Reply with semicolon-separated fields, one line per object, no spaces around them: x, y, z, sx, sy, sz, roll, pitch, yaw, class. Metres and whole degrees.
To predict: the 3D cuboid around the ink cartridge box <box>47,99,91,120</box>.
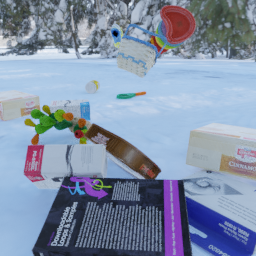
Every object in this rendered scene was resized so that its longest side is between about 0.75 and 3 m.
-2.706;-0.763;12.119;2.084;0.695;1.207;-4;18;-11;ink cartridge box

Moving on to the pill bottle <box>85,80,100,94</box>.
-2.239;-2.697;18.081;0.743;0.743;1.326;3;18;9;pill bottle

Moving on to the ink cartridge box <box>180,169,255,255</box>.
1.754;1.522;5.435;2.048;0.416;2.044;-15;23;-39;ink cartridge box

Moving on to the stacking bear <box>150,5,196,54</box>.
1.727;-3.998;12.075;1.411;1.507;2.482;-15;-1;-15;stacking bear

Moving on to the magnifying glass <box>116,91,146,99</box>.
0.233;-1.983;16.727;2.091;0.234;0.832;-12;21;-36;magnifying glass

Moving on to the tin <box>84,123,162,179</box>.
-0.205;0.618;6.925;1.398;0.523;2.497;40;-10;-36;tin

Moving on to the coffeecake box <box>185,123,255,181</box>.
2.765;0.501;7.209;1.848;0.879;2.407;11;10;28;coffeecake box

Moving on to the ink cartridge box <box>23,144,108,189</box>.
-1.270;0.870;6.111;1.593;1.157;0.664;0;63;0;ink cartridge box

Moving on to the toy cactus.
-2.041;0.001;9.424;2.676;1.369;2.208;8;1;32;toy cactus

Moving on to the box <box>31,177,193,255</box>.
-0.183;1.539;4.805;2.377;0.429;1.699;2;30;6;box

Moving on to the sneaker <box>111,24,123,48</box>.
-0.556;-4.708;13.693;0.593;0.823;1.566;-16;61;2;sneaker

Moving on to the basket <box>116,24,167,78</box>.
0.351;-2.556;9.096;1.404;1.592;1.107;25;-13;9;basket

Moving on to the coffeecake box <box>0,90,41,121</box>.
-5.442;-1.106;12.931;2.302;0.841;1.767;15;23;40;coffeecake box
